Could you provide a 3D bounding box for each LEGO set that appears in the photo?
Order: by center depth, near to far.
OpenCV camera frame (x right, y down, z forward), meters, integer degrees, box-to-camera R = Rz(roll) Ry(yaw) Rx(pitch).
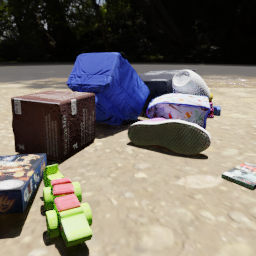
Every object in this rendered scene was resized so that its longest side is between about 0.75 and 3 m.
[{"bbox_3d":[3.709,-1.129,13.045,0.799,0.860,2.095,-3,16,-12],"label":"LEGO set"}]

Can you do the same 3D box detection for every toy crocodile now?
[{"bbox_3d":[-1.129,1.306,4.997,0.728,0.666,2.156,-6,18,-20],"label":"toy crocodile"}]

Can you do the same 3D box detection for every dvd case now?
[{"bbox_3d":[2.890,1.108,6.663,1.122,0.123,0.819,-12,20,-38],"label":"dvd case"}]

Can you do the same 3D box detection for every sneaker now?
[{"bbox_3d":[1.453,0.076,8.823,2.620,0.950,1.494,10,16,32],"label":"sneaker"}]

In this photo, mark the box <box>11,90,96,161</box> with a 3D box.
[{"bbox_3d":[-2.120,-0.188,8.340,1.613,1.629,1.964,8,17,20],"label":"box"}]

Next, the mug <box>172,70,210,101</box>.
[{"bbox_3d":[2.393,-1.479,11.658,1.307,1.770,1.552,41,3,43],"label":"mug"}]

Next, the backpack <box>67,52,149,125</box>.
[{"bbox_3d":[-0.750,-1.330,11.142,2.360,2.437,2.904,15,-11,36],"label":"backpack"}]

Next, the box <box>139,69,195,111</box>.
[{"bbox_3d":[1.473,-1.858,13.613,2.811,1.463,2.559,8,24,42],"label":"box"}]

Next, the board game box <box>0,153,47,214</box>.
[{"bbox_3d":[-2.721,1.040,5.684,1.725,0.441,2.547,-2,8,-8],"label":"board game box"}]

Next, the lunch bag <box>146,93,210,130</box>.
[{"bbox_3d":[1.827,-0.589,10.413,2.148,1.330,1.826,11,18,8],"label":"lunch bag"}]
